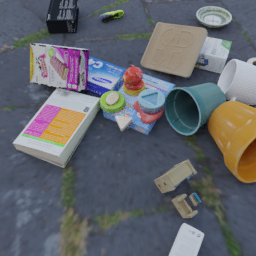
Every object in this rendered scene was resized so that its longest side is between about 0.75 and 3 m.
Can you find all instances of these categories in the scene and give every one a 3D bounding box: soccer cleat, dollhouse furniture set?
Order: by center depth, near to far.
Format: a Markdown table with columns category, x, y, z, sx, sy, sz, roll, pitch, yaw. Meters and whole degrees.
| category | x | y | z | sx | sy | sz | roll | pitch | yaw |
| --- | --- | --- | --- | --- | --- | --- | --- | --- | --- |
| dollhouse furniture set | 1.301 | 1.465 | 6.680 | 0.757 | 0.753 | 1.075 | -30 | 82 | -22 |
| soccer cleat | -0.672 | -4.682 | 11.541 | 1.042 | 0.337 | 0.436 | -25 | 60 | -17 |

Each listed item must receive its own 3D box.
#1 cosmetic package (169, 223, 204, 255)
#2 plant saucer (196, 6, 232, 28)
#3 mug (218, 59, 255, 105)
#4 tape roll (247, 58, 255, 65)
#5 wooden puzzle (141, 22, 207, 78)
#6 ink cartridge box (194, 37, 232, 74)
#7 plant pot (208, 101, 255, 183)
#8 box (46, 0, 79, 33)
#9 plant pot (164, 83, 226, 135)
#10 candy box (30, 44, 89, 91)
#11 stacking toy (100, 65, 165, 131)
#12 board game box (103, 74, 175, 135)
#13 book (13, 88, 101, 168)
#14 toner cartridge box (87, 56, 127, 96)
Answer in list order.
| category | x | y | z | sx | sy | sz | roll | pitch | yaw |
| --- | --- | --- | --- | --- | --- | --- | --- | --- | --- |
| cosmetic package | 1.021 | 2.722 | 5.614 | 0.512 | 0.703 | 1.383 | 24 | 55 | 18 |
| plant saucer | 3.444 | -4.411 | 11.326 | 1.407 | 0.353 | 1.407 | 0 | 53 | 0 |
| mug | 3.531 | -1.091 | 8.329 | 1.400 | 1.178 | 1.596 | 18 | 73 | -5 |
| tape roll | 4.492 | -2.153 | 9.722 | 0.761 | 0.139 | 0.761 | 0 | 53 | 0 |
| wooden puzzle | 1.543 | -2.623 | 9.441 | 1.832 | 0.424 | 1.697 | 22 | 88 | 28 |
| ink cartridge box | 2.694 | -2.628 | 9.759 | 1.501 | 0.657 | 1.091 | 18 | 54 | 13 |
| plant pot | 2.952 | 0.171 | 7.068 | 1.781 | 1.781 | 1.630 | -17 | 38 | -13 |
| box | -2.592 | -4.518 | 11.237 | 1.123 | 0.628 | 1.591 | 0 | 53 | -4 |
| plant pot | 1.945 | -0.643 | 7.853 | 1.313 | 1.341 | 1.341 | -22 | 55 | -30 |
| candy box | -2.134 | -1.888 | 8.623 | 1.819 | 1.240 | 0.555 | 12 | 17 | 21 |
| stacking toy | 0.091 | -0.899 | 7.916 | 1.603 | 0.748 | 1.771 | -27 | 57 | -18 |
| board game box | 0.373 | -0.847 | 8.568 | 1.490 | 0.360 | 1.970 | 23 | 56 | 17 |
| book | -1.943 | -0.159 | 7.965 | 1.533 | 0.552 | 2.295 | 17 | 54 | 16 |
| toner cartridge box | -1.263 | -1.802 | 9.223 | 2.269 | 0.490 | 1.078 | 22 | 56 | 16 |
